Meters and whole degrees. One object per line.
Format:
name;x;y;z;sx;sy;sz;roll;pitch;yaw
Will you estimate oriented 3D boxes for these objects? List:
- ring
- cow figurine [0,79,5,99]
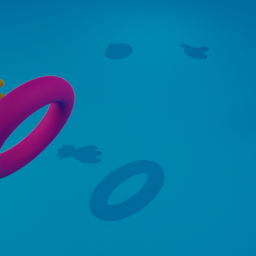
ring;-1.603;0.020;4.410;0.398;1.990;1.990;40;64;7
cow figurine;-2.831;-0.672;5.221;0.995;1.011;0.555;-8;80;4
